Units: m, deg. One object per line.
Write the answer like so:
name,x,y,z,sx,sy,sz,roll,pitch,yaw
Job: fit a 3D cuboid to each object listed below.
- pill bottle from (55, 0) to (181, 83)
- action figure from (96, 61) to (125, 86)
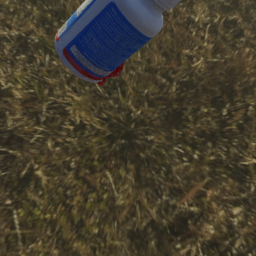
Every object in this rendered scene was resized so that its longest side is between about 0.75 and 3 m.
pill bottle,-0.206,-2.279,5.959,2.679,1.504,1.504,-32,75,32
action figure,-0.219,-2.157,7.319,0.766,0.605,2.342,26,89,37
